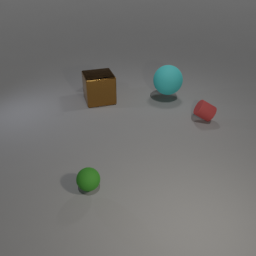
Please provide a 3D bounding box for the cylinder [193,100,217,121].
[{"bbox_3d":[3.251,-0.736,11.836,0.700,0.700,0.700,28,31,-9],"label":"cylinder"}]

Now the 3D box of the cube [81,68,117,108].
[{"bbox_3d":[-1.399,-1.962,13.540,1.400,1.400,1.400,-9,32,-14],"label":"cube"}]

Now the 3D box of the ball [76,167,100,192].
[{"bbox_3d":[-1.163,1.502,8.202,0.700,0.700,0.700,0,31,0],"label":"ball"}]

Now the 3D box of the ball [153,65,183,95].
[{"bbox_3d":[1.909,-2.292,13.388,1.400,1.400,1.400,0,31,0],"label":"ball"}]
